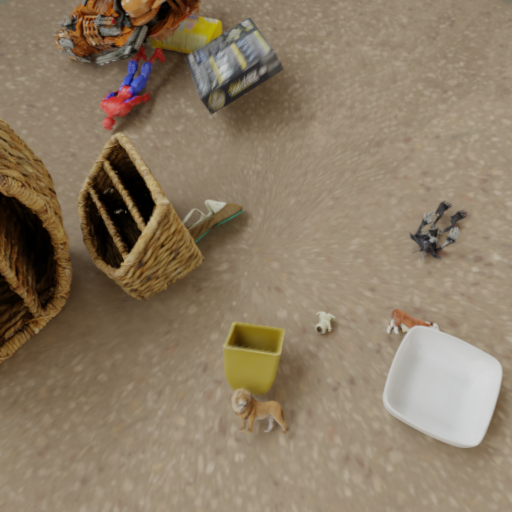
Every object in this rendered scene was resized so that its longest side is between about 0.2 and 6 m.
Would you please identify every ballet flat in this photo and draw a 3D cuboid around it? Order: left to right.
[{"bbox_3d":[-1.009,-0.744,11.184,1.617,0.548,0.585,-35,105,-15],"label":"ballet flat"}]

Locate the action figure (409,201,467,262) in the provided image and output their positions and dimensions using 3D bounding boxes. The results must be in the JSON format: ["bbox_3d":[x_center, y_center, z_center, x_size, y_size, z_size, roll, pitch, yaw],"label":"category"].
[{"bbox_3d":[3.571,-0.520,11.030,0.820,0.704,1.380,37,63,9],"label":"action figure"}]

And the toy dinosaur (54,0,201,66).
[{"bbox_3d":[-2.504,-6.105,13.204,5.005,2.556,3.397,-1,70,6],"label":"toy dinosaur"}]

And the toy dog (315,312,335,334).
[{"bbox_3d":[1.220,1.230,10.164,0.378,0.272,0.390,31,75,3],"label":"toy dog"}]

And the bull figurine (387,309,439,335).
[{"bbox_3d":[2.828,1.319,10.115,0.918,0.299,0.557,27,69,21],"label":"bull figurine"}]

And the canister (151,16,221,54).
[{"bbox_3d":[-1.746,-5.619,14.171,1.524,0.660,1.132,14,58,7],"label":"canister"}]

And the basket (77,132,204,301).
[{"bbox_3d":[-2.399,-0.666,10.147,1.777,1.855,2.490,-32,54,-4],"label":"basket"}]

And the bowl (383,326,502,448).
[{"bbox_3d":[3.032,2.208,9.349,1.709,0.638,1.706,25,63,12],"label":"bowl"}]

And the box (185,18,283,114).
[{"bbox_3d":[-0.575,-4.388,12.745,1.870,0.570,2.321,-31,41,9],"label":"box"}]

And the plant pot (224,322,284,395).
[{"bbox_3d":[-0.053,1.778,9.376,0.910,0.937,0.916,7,20,5],"label":"plant pot"}]

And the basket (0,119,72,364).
[{"bbox_3d":[-4.421,0.079,8.748,2.823,3.956,2.947,-13,57,-9],"label":"basket"}]

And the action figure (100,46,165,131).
[{"bbox_3d":[-2.949,-3.891,13.142,0.817,0.646,2.498,16,60,14],"label":"action figure"}]

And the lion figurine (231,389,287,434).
[{"bbox_3d":[0.073,2.522,9.088,1.106,0.401,0.677,12,76,-33],"label":"lion figurine"}]
